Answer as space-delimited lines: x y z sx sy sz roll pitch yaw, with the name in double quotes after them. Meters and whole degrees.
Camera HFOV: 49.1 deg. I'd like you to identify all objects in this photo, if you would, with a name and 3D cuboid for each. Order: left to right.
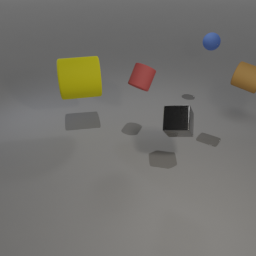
-1.679 -1.747 9.781 1.400 1.400 1.400 -6 29 -8 "cylinder"
0.441 -1.601 8.840 0.700 0.700 0.700 22 4 -2 "cylinder"
1.372 -0.173 7.577 0.700 0.700 0.700 -1 -16 21 "cube"
3.393 -3.507 11.371 0.700 0.700 0.700 0 28 0 "ball"
3.340 -1.408 7.796 0.700 0.700 0.700 28 38 23 "cylinder"
